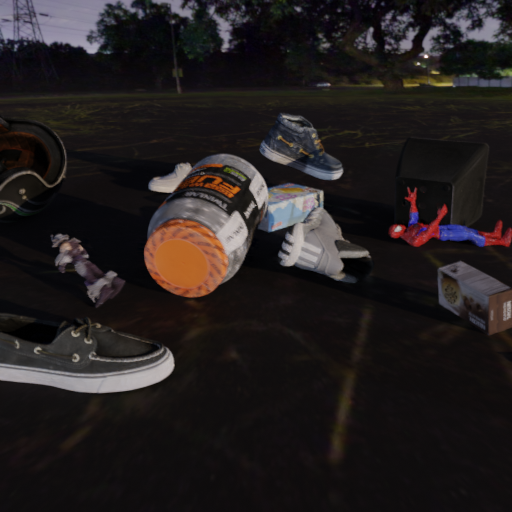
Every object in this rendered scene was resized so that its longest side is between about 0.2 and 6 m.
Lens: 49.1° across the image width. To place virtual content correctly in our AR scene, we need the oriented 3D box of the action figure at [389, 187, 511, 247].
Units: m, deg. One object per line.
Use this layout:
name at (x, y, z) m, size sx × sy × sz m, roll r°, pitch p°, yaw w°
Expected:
action figure at (3.738, -0.734, 10.919) m, size 2.281 × 1.129 × 0.744 m, roll -3°, pitch 20°, yaw 0°

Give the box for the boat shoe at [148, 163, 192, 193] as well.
boat shoe at (-1.876, -2.171, 15.238) m, size 2.145 × 0.735 × 0.772 m, roll -7°, pitch 21°, yaw -19°

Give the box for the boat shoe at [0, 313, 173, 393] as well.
boat shoe at (-2.166, 1.069, 6.511) m, size 2.397 × 0.678 × 0.823 m, roll 2°, pitch 20°, yaw 5°

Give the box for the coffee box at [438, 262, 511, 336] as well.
coffee box at (3.072, 0.576, 7.887) m, size 0.430 × 0.609 × 1.078 m, roll -17°, pitch 25°, yaw -15°

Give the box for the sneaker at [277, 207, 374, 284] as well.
sneaker at (1.343, -0.073, 9.654) m, size 1.447 × 0.940 × 2.506 m, roll 24°, pitch 21°, yaw 12°

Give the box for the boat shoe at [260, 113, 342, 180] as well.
boat shoe at (1.382, -2.738, 14.161) m, size 2.465 × 1.119 × 0.872 m, roll 12°, pitch 36°, yaw -30°

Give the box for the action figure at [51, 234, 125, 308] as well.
action figure at (-2.633, 0.142, 8.433) m, size 1.312 × 0.455 × 0.853 m, roll 44°, pitch 14°, yaw 4°

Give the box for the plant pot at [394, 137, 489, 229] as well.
plant pot at (3.781, -1.367, 11.938) m, size 1.753 × 1.757 × 1.559 m, roll 13°, pitch 36°, yaw 30°

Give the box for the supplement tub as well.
supplement tub at (-0.787, -0.534, 9.244) m, size 1.572 × 1.572 × 2.566 m, roll 4°, pitch 32°, yaw 12°

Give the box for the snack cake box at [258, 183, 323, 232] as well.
snack cake box at (0.530, -1.112, 12.534) m, size 1.052 × 0.614 × 1.829 m, roll 18°, pitch 27°, yaw 41°

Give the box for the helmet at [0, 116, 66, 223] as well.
helmet at (-5.367, -1.850, 12.101) m, size 2.380 × 2.380 × 2.269 m, roll 6°, pitch 6°, yaw 16°
